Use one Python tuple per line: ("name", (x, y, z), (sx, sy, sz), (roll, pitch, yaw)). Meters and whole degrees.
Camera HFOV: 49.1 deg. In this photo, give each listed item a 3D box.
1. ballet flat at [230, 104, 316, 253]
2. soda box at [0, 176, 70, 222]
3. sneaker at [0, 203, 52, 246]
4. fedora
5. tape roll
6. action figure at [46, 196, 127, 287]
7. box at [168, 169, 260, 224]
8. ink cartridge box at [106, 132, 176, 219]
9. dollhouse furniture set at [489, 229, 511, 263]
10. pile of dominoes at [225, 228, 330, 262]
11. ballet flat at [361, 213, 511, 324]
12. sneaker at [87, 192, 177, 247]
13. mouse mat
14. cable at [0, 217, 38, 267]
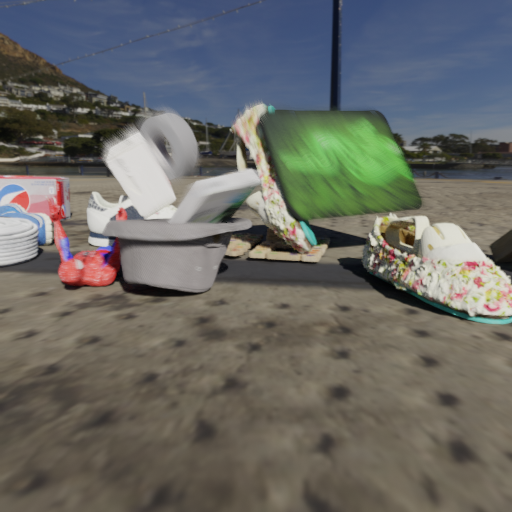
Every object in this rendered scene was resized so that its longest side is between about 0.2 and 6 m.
("ballet flat", (0.231, -1.242, 9.510), (0.943, 2.951, 1.116), (-21, -28, 15))
("soda box", (-6.737, -1.510, 14.757), (3.390, 1.187, 1.075), (0, 10, -1))
("sneaker", (-4.792, -0.591, 10.714), (1.986, 0.780, 0.885), (8, 10, 37))
("fedora", (-0.969, -0.025, 7.003), (1.724, 0.880, 1.949), (3, 6, 23))
("tape roll", (-1.583, -1.961, 10.048), (1.130, 1.130, 0.373), (8, 28, 40))
("action figure", (-2.098, -0.299, 7.872), (0.839, 1.272, 2.571), (-1, 12, 8))
("box", (-0.603, -0.515, 6.768), (0.906, 0.228, 1.255), (-21, -17, -43))
("ink cartridge box", (-1.594, -1.149, 7.789), (0.527, 0.933, 1.271), (-31, 21, -2))
("dollhouse furniture set", (4.631, 0.096, 8.024), (1.812, 1.553, 1.905), (-3, -24, -19))
("pile of dominoes", (0.303, -0.336, 9.994), (1.896, 0.387, 2.433), (4, 10, 11))
("ballet flat", (2.047, 0.007, 6.812), (1.102, 0.932, 2.915), (-1, 10, -15))
("sneaker", (-1.958, -0.678, 10.586), (2.495, 1.004, 0.953), (1, 8, -2))
("mouse mat", (1.437, -1.600, 9.382), (2.607, 2.098, 0.098), (-7, -23, -26))
("cable", (-4.494, -0.221, 8.938), (1.906, 0.660, 1.906), (1, 10, -1))
